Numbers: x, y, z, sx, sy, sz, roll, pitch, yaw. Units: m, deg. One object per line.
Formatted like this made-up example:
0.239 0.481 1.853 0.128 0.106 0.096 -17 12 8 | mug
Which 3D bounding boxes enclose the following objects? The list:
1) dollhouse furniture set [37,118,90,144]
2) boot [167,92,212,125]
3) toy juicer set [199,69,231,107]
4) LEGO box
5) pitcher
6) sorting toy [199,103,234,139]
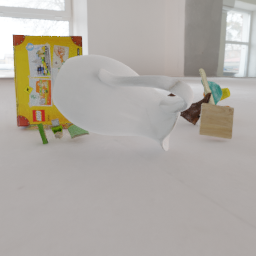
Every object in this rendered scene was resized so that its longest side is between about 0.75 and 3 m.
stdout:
-1.657 -0.012 7.229 1.227 0.474 0.613 -16 33 -16 | dollhouse furniture set
1.869 -0.887 9.120 1.354 1.262 0.435 30 23 8 | boot
2.993 -1.011 9.935 0.623 1.457 2.290 -16 -22 38 | toy juicer set
-2.433 -1.465 8.888 2.049 2.752 1.062 -2 6 -9 | LEGO box
-0.132 -0.685 5.895 2.767 1.678 2.374 21 -23 4 | pitcher
2.306 -0.161 7.417 0.851 0.846 0.296 9 -11 -1 | sorting toy
